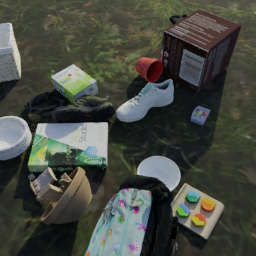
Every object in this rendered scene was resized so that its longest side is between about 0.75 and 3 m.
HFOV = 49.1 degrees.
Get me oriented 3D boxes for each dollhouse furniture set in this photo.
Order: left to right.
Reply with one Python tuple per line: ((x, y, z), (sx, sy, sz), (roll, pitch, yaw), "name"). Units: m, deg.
((-2.629, 1.577, 8.892), (1.239, 0.709, 1.453), (-43, 54, 0), "dollhouse furniture set")

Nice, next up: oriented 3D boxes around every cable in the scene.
((-3.497, -1.058, 11.742), (1.689, 0.429, 1.378), (-2, 49, -1), "cable")

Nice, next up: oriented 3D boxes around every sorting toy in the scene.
((2.100, 2.518, 8.704), (1.424, 0.260, 1.318), (29, 55, 23), "sorting toy")

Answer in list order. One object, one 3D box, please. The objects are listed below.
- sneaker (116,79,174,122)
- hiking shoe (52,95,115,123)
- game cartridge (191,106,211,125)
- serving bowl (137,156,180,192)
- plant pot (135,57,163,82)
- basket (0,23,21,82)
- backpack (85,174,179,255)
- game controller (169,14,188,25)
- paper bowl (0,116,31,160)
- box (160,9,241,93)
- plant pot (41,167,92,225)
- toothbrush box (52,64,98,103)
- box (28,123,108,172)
((0.693, -1.243, 11.380), (2.737, 1.211, 1.030), (-28, 56, -22), "sneaker")
((-1.827, -0.753, 11.286), (2.478, 0.939, 1.248), (-7, 39, -17), "hiking shoe")
((2.941, -0.532, 11.457), (0.608, 0.187, 0.913), (20, 51, 22), "game cartridge")
((1.001, 1.647, 9.332), (1.419, 0.467, 1.419), (0, 48, 0), "serving bowl")
((0.917, -2.759, 12.927), (1.058, 1.058, 0.936), (-31, 45, -25), "plant pot")
((-6.191, -3.350, 12.823), (2.248, 1.825, 2.269), (-13, 49, -11), "basket")
((0.119, 2.987, 7.147), (1.885, 2.485, 2.978), (1, 49, 28), "backpack")
((3.405, -5.511, 15.513), (1.443, 0.582, 2.766), (-13, 49, -18), "game controller")
((-4.363, 0.436, 10.123), (1.675, 0.871, 1.675), (0, 49, 0), "paper bowl")
((3.175, -3.521, 12.667), (2.244, 2.267, 2.733), (35, 57, 27), "box")
((-1.673, 2.150, 8.302), (0.851, 1.843, 1.843), (38, 52, -10), "plant pot")
((-2.318, -1.887, 12.254), (1.226, 0.725, 1.684), (-37, 56, -24), "toothbrush box")
((-2.082, 0.656, 10.189), (2.689, 0.489, 1.941), (-2, 49, -1), "box")
